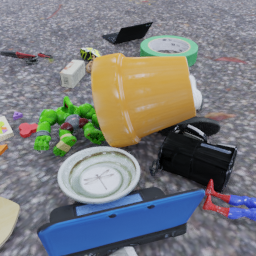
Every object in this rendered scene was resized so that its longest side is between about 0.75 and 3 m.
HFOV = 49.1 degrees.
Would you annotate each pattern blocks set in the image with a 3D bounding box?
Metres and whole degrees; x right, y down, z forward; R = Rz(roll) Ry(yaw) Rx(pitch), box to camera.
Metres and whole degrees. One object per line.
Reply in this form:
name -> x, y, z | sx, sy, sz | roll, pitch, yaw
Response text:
pattern blocks set -> -4.540, 0.164, 9.091 | 2.320, 0.214, 2.640 | 28, 46, 31

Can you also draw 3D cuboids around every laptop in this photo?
laptop -> -0.095, -5.425, 15.445 | 2.011, 1.172, 2.269 | -20, 42, -24

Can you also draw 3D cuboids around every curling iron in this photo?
curling iron -> -5.392, -3.538, 13.724 | 2.483, 0.317, 0.615 | 20, 43, 23

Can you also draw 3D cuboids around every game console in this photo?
game console -> -0.257, 1.558, 5.674 | 2.815, 1.666, 2.403 | -9, 22, -13

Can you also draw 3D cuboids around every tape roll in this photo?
tape roll -> 1.980, -3.734, 13.701 | 2.765, 0.665, 2.765 | 0, 38, 0

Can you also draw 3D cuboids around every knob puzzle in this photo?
knob puzzle -> -3.368, 2.268, 6.350 | 2.039, 0.283, 2.039 | 0, 38, 0

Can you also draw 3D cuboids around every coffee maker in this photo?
coffee maker -> 1.796, 0.951, 7.463 | 1.847, 1.244, 1.774 | 19, 60, 24

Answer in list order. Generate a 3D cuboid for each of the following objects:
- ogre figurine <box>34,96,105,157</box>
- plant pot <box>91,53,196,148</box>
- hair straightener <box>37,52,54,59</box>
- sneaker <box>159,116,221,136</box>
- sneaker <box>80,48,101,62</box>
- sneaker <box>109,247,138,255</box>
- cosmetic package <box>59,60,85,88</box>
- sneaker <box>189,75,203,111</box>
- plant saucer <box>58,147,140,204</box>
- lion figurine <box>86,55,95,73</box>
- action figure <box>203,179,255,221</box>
ogre figurine -> -1.678, -0.110, 8.657 | 2.519, 1.236, 1.510 | -23, 55, -10
plant pot -> 0.577, -0.937, 8.036 | 2.466, 2.693, 2.693 | -10, 37, 12
hair straightener -> -4.042, -3.637, 13.961 | 0.883, 0.181, 0.340 | 11, 40, 14
sneaker -> 1.770, -0.348, 9.331 | 2.370, 0.712, 1.236 | -2, 43, 3
sneaker -> -1.628, -3.500, 13.408 | 0.671, 0.662, 1.755 | -25, 46, -28
sneaker -> 0.064, 2.920, 5.432 | 0.618, 0.509, 1.344 | -23, 36, -16
cosmetic package -> -2.335, -2.306, 11.872 | 0.573, 0.679, 1.313 | 10, 38, 12
sneaker -> 2.209, -1.401, 10.693 | 0.892, 0.763, 2.049 | -6, 38, 0
plant saucer -> -0.706, 1.249, 7.059 | 2.039, 0.512, 2.039 | -1, 32, 1
lion figurine -> -1.288, -2.861, 12.736 | 1.271, 0.460, 0.778 | -2, 72, -13
action figure -> 3.132, 1.913, 6.328 | 2.699, 0.698, 0.883 | 18, 29, 11
